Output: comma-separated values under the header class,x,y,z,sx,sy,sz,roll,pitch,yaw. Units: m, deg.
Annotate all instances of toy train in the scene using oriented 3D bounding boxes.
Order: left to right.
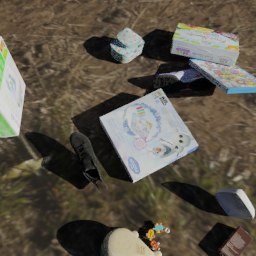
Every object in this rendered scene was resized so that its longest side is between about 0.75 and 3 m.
class,x,y,z,sx,sy,sz,roll,pitch,yaw
toy train,0.970,3.614,9.373,0.642,0.238,0.854,38,70,18

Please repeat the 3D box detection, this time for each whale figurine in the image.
class,x,y,z,sx,sy,sz,roll,pitch,yaw
whale figurine,0.079,4.028,8.806,1.997,1.036,1.589,23,33,-11

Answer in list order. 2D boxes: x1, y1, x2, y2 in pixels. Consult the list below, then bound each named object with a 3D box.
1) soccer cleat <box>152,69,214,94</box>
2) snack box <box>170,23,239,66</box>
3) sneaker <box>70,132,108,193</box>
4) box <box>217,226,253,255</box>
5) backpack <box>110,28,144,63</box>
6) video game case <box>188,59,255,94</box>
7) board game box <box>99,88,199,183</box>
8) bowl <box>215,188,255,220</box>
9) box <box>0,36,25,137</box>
class,x,y,z,sx,sy,sz,roll,pitch,yaw
soccer cleat,2.369,-2.148,12.348,2.693,0.918,0.985,-2,44,-1
snack box,3.559,-3.909,12.986,2.909,0.771,2.069,14,43,8
sneaker,-1.388,1.177,9.844,0.639,2.126,1.109,-27,19,-1
box,3.491,3.823,9.149,1.095,0.410,0.548,-39,67,-18
backpack,-0.091,-3.823,13.089,1.292,1.126,1.470,41,74,14
video game case,4.145,-2.241,11.738,2.089,0.260,2.918,-5,35,-20
board game box,0.750,0.215,10.849,2.793,0.609,2.807,-25,70,-11
bowl,3.609,2.466,9.391,0.429,1.147,1.148,-39,98,-29
box,-5.183,-1.457,10.657,1.433,2.963,2.614,-3,60,-3
